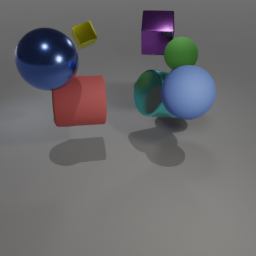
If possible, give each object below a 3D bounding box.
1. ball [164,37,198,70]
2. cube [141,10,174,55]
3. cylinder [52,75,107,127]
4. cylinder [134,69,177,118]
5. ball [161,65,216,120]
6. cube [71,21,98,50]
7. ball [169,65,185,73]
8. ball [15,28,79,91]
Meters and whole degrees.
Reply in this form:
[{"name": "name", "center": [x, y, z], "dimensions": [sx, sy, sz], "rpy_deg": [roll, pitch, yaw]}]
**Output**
[{"name": "ball", "center": [2.200, -3.052, 11.644], "dimensions": [1.400, 1.400, 1.400], "rpy_deg": [0, 29, 0]}, {"name": "cube", "center": [1.331, -4.298, 12.691], "dimensions": [1.400, 1.400, 1.400], "rpy_deg": [3, 58, 4]}, {"name": "cylinder", "center": [-1.371, -0.769, 7.960], "dimensions": [1.400, 1.400, 1.400], "rpy_deg": [-4, 29, -9]}, {"name": "cylinder", "center": [1.130, -1.033, 8.750], "dimensions": [1.400, 1.400, 1.400], "rpy_deg": [1, 24, -37]}, {"name": "ball", "center": [1.556, -0.916, 7.287], "dimensions": [1.400, 1.400, 1.400], "rpy_deg": [0, 29, 0]}, {"name": "cube", "center": [-1.640, -3.437, 10.429], "dimensions": [0.700, 0.700, 0.700], "rpy_deg": [-27, 7, -15]}, {"name": "ball", "center": [2.003, -1.524, 10.028], "dimensions": [1.400, 1.400, 1.400], "rpy_deg": [0, 29, 0]}, {"name": "ball", "center": [-1.836, -1.557, 6.409], "dimensions": [1.400, 1.400, 1.400], "rpy_deg": [0, 29, 0]}]
